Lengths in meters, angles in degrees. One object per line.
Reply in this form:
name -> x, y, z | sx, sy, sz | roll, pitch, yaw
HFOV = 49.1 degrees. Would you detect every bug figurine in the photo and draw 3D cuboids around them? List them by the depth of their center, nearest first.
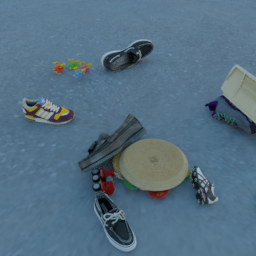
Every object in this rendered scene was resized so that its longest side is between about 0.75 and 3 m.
bug figurine -> -2.604, -2.834, 13.404 | 1.855, 0.477, 1.439 | 19, 37, 28

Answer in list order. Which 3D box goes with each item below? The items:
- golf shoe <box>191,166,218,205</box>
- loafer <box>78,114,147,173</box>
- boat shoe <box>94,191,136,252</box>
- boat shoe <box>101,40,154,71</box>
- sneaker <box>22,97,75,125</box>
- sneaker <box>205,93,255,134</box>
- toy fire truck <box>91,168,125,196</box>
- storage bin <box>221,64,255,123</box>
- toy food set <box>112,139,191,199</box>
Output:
golf shoe -> 2.140, 1.621, 7.986 | 0.529, 0.464, 1.201 | -1, 49, -7
loafer -> -0.574, 0.418, 8.850 | 2.786, 1.001, 0.876 | -31, 91, -41
boat shoe -> -0.356, 2.273, 7.044 | 0.626, 0.579, 1.696 | -18, 43, -21
boat shoe -> 0.124, -3.554, 13.829 | 2.873, 1.061, 0.867 | -21, 43, -19
sneaker -> -2.980, -0.681, 10.428 | 1.955, 0.881, 0.733 | 2, 39, 3
sneaker -> 3.738, -0.379, 10.344 | 0.989, 0.841, 2.261 | -26, 38, 3
toy fire truck -> -0.493, 1.550, 8.031 | 0.966, 0.622, 0.851 | -14, 40, 0
storage bin -> 5.147, -1.074, 10.034 | 2.585, 1.212, 2.567 | 5, 35, -27
toy food set -> 0.752, 1.137, 8.482 | 2.167, 0.527, 2.145 | -20, 43, -22
